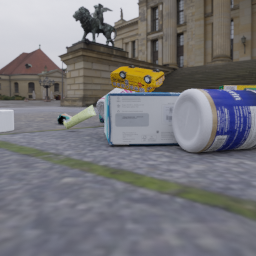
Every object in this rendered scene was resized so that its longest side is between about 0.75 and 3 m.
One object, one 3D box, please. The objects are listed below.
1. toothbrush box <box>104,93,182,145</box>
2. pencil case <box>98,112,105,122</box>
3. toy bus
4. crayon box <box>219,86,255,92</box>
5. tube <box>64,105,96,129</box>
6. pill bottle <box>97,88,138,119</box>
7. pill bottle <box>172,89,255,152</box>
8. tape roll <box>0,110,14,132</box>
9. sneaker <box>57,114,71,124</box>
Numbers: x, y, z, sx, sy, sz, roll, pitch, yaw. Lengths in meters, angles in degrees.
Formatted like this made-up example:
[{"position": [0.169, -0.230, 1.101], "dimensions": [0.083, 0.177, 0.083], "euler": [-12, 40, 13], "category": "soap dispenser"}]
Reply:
[{"position": [0.394, -0.284, 6.931], "dimensions": [1.904, 1.109, 2.600], "euler": [0, 4, -6], "category": "toothbrush box"}, {"position": [-0.667, -0.521, 12.393], "dimensions": [1.261, 0.583, 0.536], "euler": [4, -23, 19], "category": "pencil case"}, {"position": [0.270, -1.484, 8.607], "dimensions": [1.704, 0.667, 0.555], "euler": [17, 40, 33], "category": "toy bus"}, {"position": [5.669, -1.106, 12.882], "dimensions": [2.789, 1.657, 0.812], "euler": [1, 5, 5], "category": "crayon box"}, {"position": [-1.466, -0.305, 8.555], "dimensions": [1.027, 0.298, 0.267], "euler": [-29, 12, 8], "category": "tube"}, {"position": [-0.287, -1.059, 10.734], "dimensions": [0.974, 0.974, 1.718], "euler": [5, 37, 45], "category": "pill bottle"}, {"position": [1.954, -0.154, 5.340], "dimensions": [1.987, 1.150, 1.150], "euler": [-2, 5, -21], "category": "pill bottle"}, {"position": [-4.577, -0.229, 8.762], "dimensions": [1.903, 0.666, 1.903], "euler": [1, 5, 0], "category": "tape roll"}, {"position": [-2.738, -0.378, 11.605], "dimensions": [0.489, 0.436, 1.223], "euler": [2, 5, -35], "category": "sneaker"}]
